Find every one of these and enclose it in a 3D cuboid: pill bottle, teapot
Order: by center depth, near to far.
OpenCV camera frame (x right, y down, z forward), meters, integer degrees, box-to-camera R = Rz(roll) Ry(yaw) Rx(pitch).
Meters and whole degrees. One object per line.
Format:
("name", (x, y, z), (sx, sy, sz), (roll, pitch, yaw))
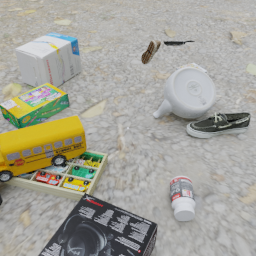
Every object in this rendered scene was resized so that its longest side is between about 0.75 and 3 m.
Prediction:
("pill bottle", (1.414, 1.815, 7.244), (0.607, 0.607, 1.048), (2, 39, 2))
("teapot", (2.150, -1.167, 10.315), (2.007, 1.466, 1.981), (16, 69, -8))

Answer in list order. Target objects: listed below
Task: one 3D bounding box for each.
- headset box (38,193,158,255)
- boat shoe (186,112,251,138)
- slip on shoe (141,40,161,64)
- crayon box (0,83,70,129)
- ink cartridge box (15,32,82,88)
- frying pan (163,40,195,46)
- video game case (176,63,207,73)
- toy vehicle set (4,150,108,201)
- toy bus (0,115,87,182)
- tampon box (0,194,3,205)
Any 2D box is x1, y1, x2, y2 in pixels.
("headset box", (-0.737, 2.831, 5.700), (1.888, 0.980, 2.538), (17, 43, 19))
("boat shoe", (3.107, -0.205, 9.631), (2.232, 0.711, 0.789), (-7, 40, -8))
("slip on shoe", (0.785, -2.584, 9.581), (0.323, 1.065, 0.405), (-20, 68, -30))
("crayon box", (-3.443, -0.846, 10.483), (1.273, 0.624, 2.142), (30, 48, 31))
("ink cartridge box", (-3.402, -2.931, 12.242), (1.606, 1.634, 2.220), (21, 44, 24))
("frying pan", (1.584, -2.722, 8.973), (0.670, 0.180, 1.107), (14, 19, 41))
("video game case", (2.989, -2.722, 13.186), (1.083, 0.124, 0.985), (-19, 43, -22))
("toy vehicle set", (-2.073, 1.184, 8.224), (2.604, 0.345, 1.618), (10, 40, 11))
("toy bus", (-2.597, 0.558, 7.843), (2.759, 1.080, 0.898), (-15, 42, -18))
("tampon box", (-4.542, 1.751, 6.538), (2.290, 1.445, 1.716), (3, 33, 4))
